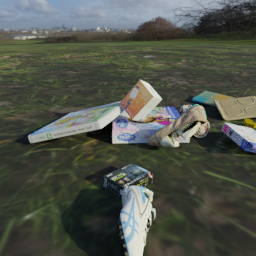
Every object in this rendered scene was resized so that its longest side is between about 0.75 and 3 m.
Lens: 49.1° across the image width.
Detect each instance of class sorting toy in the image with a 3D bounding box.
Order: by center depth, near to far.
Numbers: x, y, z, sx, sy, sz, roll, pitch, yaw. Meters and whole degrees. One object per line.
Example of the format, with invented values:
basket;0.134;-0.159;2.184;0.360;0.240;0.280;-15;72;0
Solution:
sorting toy;4.048;-0.507;9.787;1.675;0.301;2.248;-3;29;5

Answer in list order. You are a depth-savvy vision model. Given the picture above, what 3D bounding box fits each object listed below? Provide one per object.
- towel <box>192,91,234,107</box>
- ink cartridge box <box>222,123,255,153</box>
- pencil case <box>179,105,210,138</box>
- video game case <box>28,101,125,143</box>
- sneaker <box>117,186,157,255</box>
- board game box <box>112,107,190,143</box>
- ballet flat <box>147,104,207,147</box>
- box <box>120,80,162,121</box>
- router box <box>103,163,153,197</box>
towel;3.593;-1.138;11.501;1.601;0.174;1.174;22;38;40
ink cartridge box;3.208;0.320;7.329;0.909;0.320;1.524;11;18;-13
pencil case;2.004;-0.266;8.645;0.582;0.669;1.495;-30;20;7
video game case;-1.302;-0.248;8.143;2.198;0.266;2.414;-11;14;21
sneaker;0.159;1.426;4.311;0.606;0.601;1.673;-2;22;4
board game box;0.586;-0.154;8.648;2.154;0.444;2.160;-1;21;-3
ballet flat;1.209;0.114;7.012;0.599;1.760;0.592;12;47;-47
box;0.351;-0.746;7.819;0.484;0.910;0.693;9;39;-55
router box;0.006;1.060;5.742;0.840;0.261;0.629;-19;28;-41
